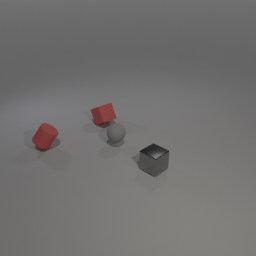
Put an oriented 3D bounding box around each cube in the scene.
[{"bbox_3d":[0.852,1.032,9.138,0.700,0.700,0.700,-25,36,-39],"label":"cube"},{"bbox_3d":[-1.036,-0.599,11.855,0.700,0.700,0.700,-22,6,-35],"label":"cube"}]

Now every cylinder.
[{"bbox_3d":[-3.005,0.298,10.174,0.700,0.700,0.700,33,17,-11],"label":"cylinder"}]

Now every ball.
[{"bbox_3d":[-0.435,0.170,10.289,0.700,0.700,0.700,0,29,0],"label":"ball"}]
